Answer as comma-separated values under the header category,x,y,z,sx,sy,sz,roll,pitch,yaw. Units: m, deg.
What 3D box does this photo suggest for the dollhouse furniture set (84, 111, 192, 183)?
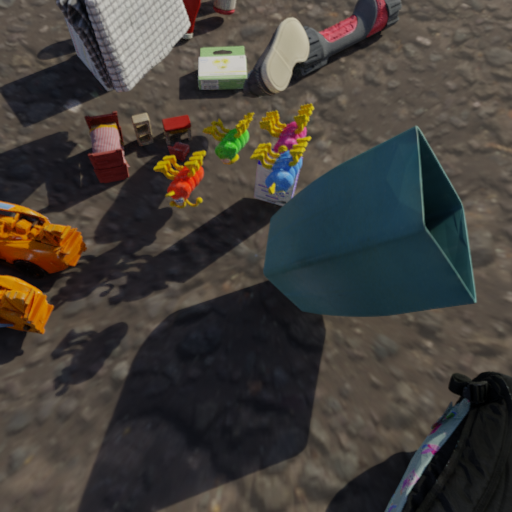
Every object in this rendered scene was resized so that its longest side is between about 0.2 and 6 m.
category,x,y,z,sx,sy,sz,roll,pitch,yaw
dollhouse furniture set,-1.934,-1.955,9.503,1.761,0.716,0.948,-13,58,-8

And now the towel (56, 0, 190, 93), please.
category,x,y,z,sx,sy,sz,roll,pitch,yaw
towel,-1.975,-3.710,8.626,0.847,1.638,1.978,19,60,23

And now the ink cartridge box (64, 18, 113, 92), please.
category,x,y,z,sx,sy,sz,roll,pitch,yaw
ink cartridge box,-2.996,-3.947,10.632,0.564,0.963,1.332,-32,63,-19

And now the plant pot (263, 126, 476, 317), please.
category,x,y,z,sx,sy,sz,roll,pitch,yaw
plant pot,1.343,-0.201,7.256,2.304,1.627,1.628,-18,46,32

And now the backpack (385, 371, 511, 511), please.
category,x,y,z,sx,sy,sz,roll,pitch,yaw
backpack,2.452,2.860,5.830,2.268,1.720,2.718,34,64,30

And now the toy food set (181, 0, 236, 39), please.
category,x,y,z,sx,sy,sz,roll,pitch,yaw
toy food set,-1.465,-5.201,11.592,2.655,1.195,1.268,-11,42,-28

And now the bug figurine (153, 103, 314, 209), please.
category,x,y,z,sx,sy,sz,roll,pitch,yaw
bug figurine,-0.149,-1.393,7.988,2.463,0.634,1.910,0,42,34

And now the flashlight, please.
category,x,y,z,sx,sy,sz,roll,pitch,yaw
flashlight,1.687,-4.520,11.062,2.540,0.863,0.860,-31,65,-19

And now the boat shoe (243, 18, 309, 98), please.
category,x,y,z,sx,sy,sz,roll,pitch,yaw
boat shoe,0.312,-3.208,9.074,0.623,0.722,1.987,-15,36,37

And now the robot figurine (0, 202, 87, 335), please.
category,x,y,z,sx,sy,sz,roll,pitch,yaw
robot figurine,-4.286,-0.006,8.128,3.195,0.930,2.316,11,56,7

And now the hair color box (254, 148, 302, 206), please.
category,x,y,z,sx,sy,sz,roll,pitch,yaw
hair color box,0.322,-1.196,8.649,0.613,1.122,0.364,17,68,3

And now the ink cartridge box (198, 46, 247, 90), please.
category,x,y,z,sx,sy,sz,roll,pitch,yaw
ink cartridge box,-0.659,-3.776,10.934,0.931,0.307,1.280,-2,59,-1
